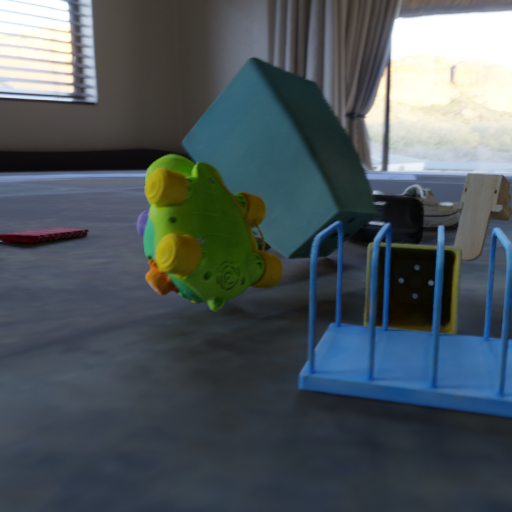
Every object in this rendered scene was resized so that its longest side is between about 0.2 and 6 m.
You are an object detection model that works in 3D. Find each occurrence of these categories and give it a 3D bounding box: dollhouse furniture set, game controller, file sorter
[{"bbox_3d":[4.958,0.061,8.912,2.797,1.601,3.280,11,-9,39],"label":"dollhouse furniture set"},{"bbox_3d":[2.586,-0.779,11.784,1.952,1.018,0.411,10,7,41],"label":"game controller"},{"bbox_3d":[1.587,0.428,4.924,2.126,1.304,1.475,3,11,18],"label":"file sorter"}]

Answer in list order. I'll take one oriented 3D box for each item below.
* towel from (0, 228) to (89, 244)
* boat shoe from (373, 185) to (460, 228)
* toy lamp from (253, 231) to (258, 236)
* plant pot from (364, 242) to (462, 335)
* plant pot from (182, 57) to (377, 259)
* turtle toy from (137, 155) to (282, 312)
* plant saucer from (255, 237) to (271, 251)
[{"bbox_3d":[-4.686,-0.456,12.410,1.143,0.178,1.581,4,10,31],"label":"towel"},{"bbox_3d":[4.171,-1.286,14.320,3.164,1.057,1.164,-9,14,-39],"label":"boat shoe"},{"bbox_3d":[0.610,-0.651,11.690,1.966,0.572,0.572,4,9,-18],"label":"toy lamp"},{"bbox_3d":[1.825,0.337,6.451,0.975,0.968,0.997,4,4,20],"label":"plant pot"},{"bbox_3d":[0.594,-1.500,10.024,2.100,2.971,2.099,-43,-24,30],"label":"plant pot"},{"bbox_3d":[-0.800,-0.362,7.225,1.776,2.437,1.232,12,-37,-42],"label":"turtle toy"},{"bbox_3d":[-0.197,-0.252,11.348,1.007,0.184,1.007,0,12,0],"label":"plant saucer"}]
